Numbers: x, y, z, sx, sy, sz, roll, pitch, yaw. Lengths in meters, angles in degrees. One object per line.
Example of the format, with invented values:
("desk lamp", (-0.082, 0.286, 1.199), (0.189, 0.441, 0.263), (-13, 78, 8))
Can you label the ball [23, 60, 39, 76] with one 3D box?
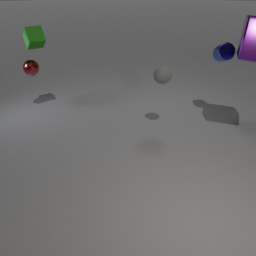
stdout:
("ball", (-4.355, -2.709, 12.596), (0.700, 0.700, 0.700), (0, 28, 0))

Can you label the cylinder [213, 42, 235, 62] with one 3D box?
("cylinder", (3.929, -3.101, 11.493), (0.700, 0.700, 0.700), (-1, 7, -2))

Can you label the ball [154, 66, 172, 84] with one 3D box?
("ball", (1.327, -2.029, 10.714), (0.700, 0.700, 0.700), (0, 28, 0))

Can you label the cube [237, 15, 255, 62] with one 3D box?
("cube", (4.680, -3.071, 9.706), (1.400, 1.400, 1.400), (13, 26, 14))

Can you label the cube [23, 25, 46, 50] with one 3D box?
("cube", (-3.950, -3.802, 11.786), (0.700, 0.700, 0.700), (-18, -3, -28))
